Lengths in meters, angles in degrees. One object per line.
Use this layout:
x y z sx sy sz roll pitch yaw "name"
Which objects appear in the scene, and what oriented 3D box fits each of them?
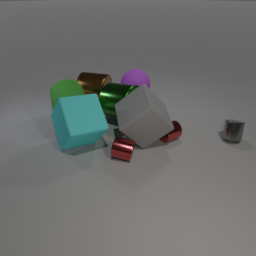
3.973 0.085 10.550 0.700 0.700 0.700 5 13 -1 "cylinder"
-0.162 0.698 9.449 0.700 0.700 0.700 14 30 5 "cylinder"
0.551 -0.406 9.967 1.400 1.400 1.400 -35 40 20 "cube"
1.570 0.128 10.633 0.700 0.700 0.700 -18 33 -31 "cylinder"
0.342 -2.043 13.122 1.400 1.400 1.400 0 28 0 "ball"
-1.727 -0.209 9.818 1.400 1.400 1.400 -11 72 -31 "cube"
-1.650 -2.020 13.892 1.400 1.400 1.400 8 29 15 "cylinder"
-2.463 -1.056 11.653 1.400 1.400 1.400 -8 53 -15 "cylinder"
-0.237 -1.113 11.517 1.400 1.400 1.400 14 30 37 "cylinder"
